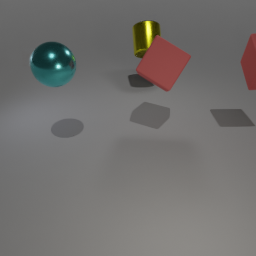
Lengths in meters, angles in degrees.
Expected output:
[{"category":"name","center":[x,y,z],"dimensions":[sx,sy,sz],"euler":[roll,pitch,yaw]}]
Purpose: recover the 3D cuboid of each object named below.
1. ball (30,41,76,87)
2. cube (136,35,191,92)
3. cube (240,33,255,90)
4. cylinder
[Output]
[{"category":"ball","center":[-2.323,-1.974,8.750],"dimensions":[1.400,1.400,1.400],"euler":[0,32,0]},{"category":"cube","center":[1.256,-2.283,10.223],"dimensions":[1.400,1.400,1.400],"euler":[32,7,1]},{"category":"cube","center":[4.914,-2.306,9.697],"dimensions":[1.400,1.400,1.400],"euler":[-3,60,4]},{"category":"cylinder","center":[0.943,-4.325,13.808],"dimensions":[1.400,1.400,1.400],"euler":[-4,-5,0]}]
